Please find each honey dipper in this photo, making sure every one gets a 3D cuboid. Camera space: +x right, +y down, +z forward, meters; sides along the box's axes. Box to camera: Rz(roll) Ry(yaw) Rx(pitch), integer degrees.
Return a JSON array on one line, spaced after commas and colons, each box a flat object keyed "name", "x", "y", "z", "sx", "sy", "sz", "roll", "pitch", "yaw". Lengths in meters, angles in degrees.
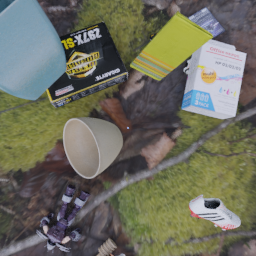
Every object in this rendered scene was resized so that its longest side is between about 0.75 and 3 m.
[{"name": "honey dipper", "x": -1.232, "y": 4.342, "z": 8.767, "sx": 2.092, "sy": 0.397, "sz": 0.397, "roll": -43, "pitch": 79, "yaw": -9}]

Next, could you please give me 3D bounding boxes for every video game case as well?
[{"name": "video game case", "x": 3.098, "y": -4.094, "z": 11.095, "sx": 0.921, "sy": 0.122, "sz": 1.289, "roll": -32, "pitch": 79, "yaw": -8}]

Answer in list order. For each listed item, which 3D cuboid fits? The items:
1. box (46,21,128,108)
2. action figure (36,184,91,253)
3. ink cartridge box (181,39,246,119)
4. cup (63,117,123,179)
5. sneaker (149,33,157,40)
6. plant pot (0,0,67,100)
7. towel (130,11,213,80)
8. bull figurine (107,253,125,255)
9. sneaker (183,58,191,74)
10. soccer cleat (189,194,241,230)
[{"name": "box", "x": -1.766, "y": -2.366, "z": 10.346, "sx": 2.920, "sy": 0.720, "sz": 2.332, "roll": -22, "pitch": 75, "yaw": -5}, {"name": "action figure", "x": -2.017, "y": 2.961, "z": 8.980, "sx": 1.393, "sy": 0.743, "sz": 2.141, "roll": 27, "pitch": 80, "yaw": 0}, {"name": "ink cartridge box", "x": 3.030, "y": -1.888, "z": 9.786, "sx": 1.631, "sy": 0.961, "sz": 2.833, "roll": 13, "pitch": 83, "yaw": -7}, {"name": "cup", "x": -1.001, "y": 0.486, "z": 9.137, "sx": 1.396, "sy": 1.952, "sz": 1.952, "roll": -18, "pitch": 73, "yaw": -42}, {"name": "sneaker", "x": 1.270, "y": -3.603, "z": 10.819, "sx": 0.883, "sy": 0.397, "sz": 0.309, "roll": -4, "pitch": 75, "yaw": -1}, {"name": "plant pot", "x": -2.898, "y": -2.008, "z": 7.305, "sx": 2.173, "sy": 2.213, "sz": 2.167, "roll": -47, "pitch": 42, "yaw": -8}, {"name": "towel", "x": 1.014, "y": -2.006, "z": 7.332, "sx": 1.073, "sy": 2.494, "sz": 0.225, "roll": 23, "pitch": 68, "yaw": -17}, {"name": "bull figurine", "x": -0.731, "y": 4.423, "z": 8.385, "sx": 0.574, "sy": 1.069, "sz": 1.761, "roll": 36, "pitch": 78, "yaw": 8}, {"name": "sneaker", "x": 2.495, "y": -2.543, "z": 10.518, "sx": 0.503, "sy": 0.463, "sz": 1.256, "roll": 26, "pitch": 77, "yaw": 8}, {"name": "soccer cleat", "x": 2.113, "y": 1.954, "z": 6.540, "sx": 1.476, "sy": 0.629, "sz": 0.506, "roll": 22, "pitch": 34, "yaw": -15}]
